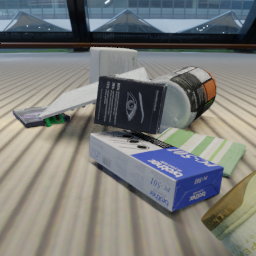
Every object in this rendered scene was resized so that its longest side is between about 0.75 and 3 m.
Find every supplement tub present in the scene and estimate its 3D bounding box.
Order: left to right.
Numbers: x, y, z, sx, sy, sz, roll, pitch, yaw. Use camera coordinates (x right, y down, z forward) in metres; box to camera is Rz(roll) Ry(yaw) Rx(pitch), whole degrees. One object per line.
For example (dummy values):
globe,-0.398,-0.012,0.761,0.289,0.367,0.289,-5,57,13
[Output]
supplement tub,1.510,-0.876,7.676,1.457,1.457,2.379,12,24,31

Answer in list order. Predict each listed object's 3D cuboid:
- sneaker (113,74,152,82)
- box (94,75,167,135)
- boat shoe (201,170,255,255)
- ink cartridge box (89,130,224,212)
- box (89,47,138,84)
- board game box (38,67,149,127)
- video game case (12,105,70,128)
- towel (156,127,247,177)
sneaker,0.575,-1.381,9.914,1.303,1.148,2.924,-10,25,-31
box,0.060,-0.458,5.299,1.236,0.915,0.645,11,13,9
boat shoe,1.959,0.759,3.264,2.702,0.986,0.850,-13,53,-42
ink cartridge box,0.344,0.573,4.848,1.075,0.505,2.286,-6,18,-36
box,-0.682,-2.421,11.841,1.604,1.873,1.864,-2,18,-19
board game box,-0.735,-0.904,7.442,2.644,0.342,2.643,-17,19,6
video game case,-2.652,-0.387,8.451,1.247,0.166,1.746,-11,21,-31
towel,1.385,0.445,5.836,1.826,0.214,1.393,14,26,31
